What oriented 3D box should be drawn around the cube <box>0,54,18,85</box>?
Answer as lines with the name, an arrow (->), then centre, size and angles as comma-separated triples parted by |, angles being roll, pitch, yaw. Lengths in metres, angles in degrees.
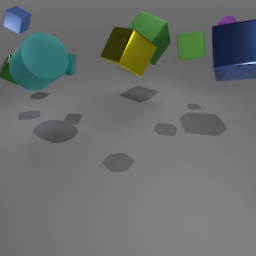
cube -> -4.301, -2.185, 10.488 | 0.700, 0.700, 0.700 | 27, 29, -38

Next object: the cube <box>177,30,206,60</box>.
cube -> 1.851, -2.390, 8.098 | 0.700, 0.700, 0.700 | -2, 20, 22

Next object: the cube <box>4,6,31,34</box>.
cube -> -4.388, -4.302, 11.151 | 0.700, 0.700, 0.700 | 28, 38, -4

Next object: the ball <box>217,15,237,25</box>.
ball -> 3.510, -3.614, 9.910 | 0.700, 0.700, 0.700 | 0, 28, 0

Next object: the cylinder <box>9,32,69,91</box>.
cylinder -> -2.727, -1.968, 8.519 | 1.400, 1.400, 1.400 | -23, 6, -36

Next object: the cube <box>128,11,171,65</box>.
cube -> 0.854, -3.891, 12.203 | 1.400, 1.400, 1.400 | 31, 80, 24

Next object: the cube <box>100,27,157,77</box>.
cube -> 0.003, -1.540, 5.674 | 0.700, 0.700, 0.700 | 22, 6, -42

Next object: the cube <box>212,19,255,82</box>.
cube -> 3.470, -2.401, 8.933 | 1.400, 1.400, 1.400 | -2, -9, 21

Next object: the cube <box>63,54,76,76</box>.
cube -> -2.237, -2.233, 9.788 | 0.700, 0.700, 0.700 | 5, 16, 1
